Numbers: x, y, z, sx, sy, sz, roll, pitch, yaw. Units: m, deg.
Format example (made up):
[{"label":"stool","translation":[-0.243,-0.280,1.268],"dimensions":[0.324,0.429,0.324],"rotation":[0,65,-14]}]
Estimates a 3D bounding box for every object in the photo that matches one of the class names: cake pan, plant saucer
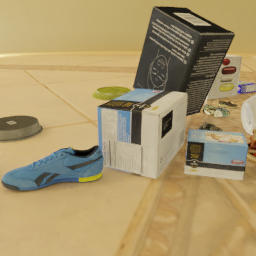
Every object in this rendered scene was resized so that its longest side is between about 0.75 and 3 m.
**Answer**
[{"label":"cake pan","translation":[-3.903,-0.024,9.510],"dimensions":[1.942,0.356,1.942],"rotation":[0,20,0]},{"label":"plant saucer","translation":[-0.773,-1.896,14.921],"dimensions":[2.295,0.357,2.295],"rotation":[1,20,0]}]

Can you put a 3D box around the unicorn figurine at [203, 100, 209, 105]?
[{"label":"unicorn figurine","translation":[3.307,-1.220,13.073],"dimensions":[0.974,0.360,0.669],"rotation":[-14,29,3]}]

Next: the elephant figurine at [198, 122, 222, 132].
[{"label":"elephant figurine","translation":[2.589,0.258,8.543],"dimensions":[0.643,0.705,0.909],"rotation":[39,9,-34]}]

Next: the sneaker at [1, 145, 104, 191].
[{"label":"sneaker","translation":[-1.673,0.813,6.334],"dimensions":[2.258,0.885,0.744],"rotation":[-6,22,-14]}]

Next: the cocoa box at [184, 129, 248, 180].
[{"label":"cocoa box","translation":[2.115,0.611,6.841],"dimensions":[1.360,0.893,0.907],"rotation":[5,20,13]}]

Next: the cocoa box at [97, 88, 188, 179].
[{"label":"cocoa box","translation":[0.466,-0.022,7.491],"dimensions":[1.616,1.642,2.462],"rotation":[9,21,24]}]

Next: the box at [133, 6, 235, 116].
[{"label":"box","translation":[1.603,-2.062,8.965],"dimensions":[1.538,2.873,2.133],"rotation":[-13,45,-34]}]

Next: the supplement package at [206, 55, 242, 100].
[{"label":"supplement package","translation":[4.478,-2.742,14.648],"dimensions":[2.203,2.107,1.620],"rotation":[-11,22,-28]}]

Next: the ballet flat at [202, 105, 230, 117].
[{"label":"ballet flat","translation":[3.524,-0.634,11.355],"dimensions":[0.443,0.443,1.193],"rotation":[-14,21,-34]}]

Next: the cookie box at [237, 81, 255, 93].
[{"label":"cookie box","translation":[6.437,-2.334,15.942],"dimensions":[1.311,0.493,1.121],"rotation":[-9,20,-26]}]

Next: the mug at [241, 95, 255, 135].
[{"label":"mug","translation":[4.692,-0.448,8.486],"dimensions":[1.960,1.650,2.235],"rotation":[-6,0,2]}]

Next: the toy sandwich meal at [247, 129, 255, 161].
[{"label":"toy sandwich meal","translation":[3.886,0.500,7.731],"dimensions":[1.524,0.522,1.524],"rotation":[0,19,0]}]

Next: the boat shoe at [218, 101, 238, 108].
[{"label":"boat shoe","translation":[4.525,-1.080,12.662],"dimensions":[0.867,0.281,0.317],"rotation":[6,20,18]}]
